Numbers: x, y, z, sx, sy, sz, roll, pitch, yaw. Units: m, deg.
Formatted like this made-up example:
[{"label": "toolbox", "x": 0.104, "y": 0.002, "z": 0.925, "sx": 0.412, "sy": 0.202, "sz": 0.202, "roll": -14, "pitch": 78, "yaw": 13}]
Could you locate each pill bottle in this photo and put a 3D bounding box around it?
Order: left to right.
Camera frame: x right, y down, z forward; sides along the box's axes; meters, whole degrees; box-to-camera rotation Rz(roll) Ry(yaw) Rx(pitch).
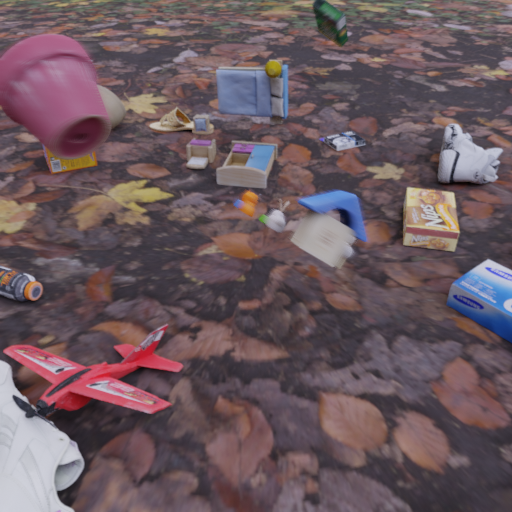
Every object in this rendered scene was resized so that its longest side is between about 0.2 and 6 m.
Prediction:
[{"label": "pill bottle", "x": -4.350, "y": 0.536, "z": 10.145, "sx": 0.947, "sy": 0.503, "sz": 0.503, "roll": 13, "pitch": 36, "yaw": 20}]

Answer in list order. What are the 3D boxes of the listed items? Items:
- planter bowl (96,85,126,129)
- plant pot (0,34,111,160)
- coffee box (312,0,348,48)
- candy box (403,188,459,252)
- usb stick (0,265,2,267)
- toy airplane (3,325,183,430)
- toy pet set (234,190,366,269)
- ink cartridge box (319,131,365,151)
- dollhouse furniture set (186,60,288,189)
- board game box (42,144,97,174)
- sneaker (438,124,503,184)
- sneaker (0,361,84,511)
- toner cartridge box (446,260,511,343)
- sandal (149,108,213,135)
[{"label": "planter bowl", "x": -4.684, "y": -4.225, "z": 16.563, "sx": 1.386, "sy": 1.386, "sz": 0.933, "roll": 16, "pitch": 63, "yaw": 22}, {"label": "plant pot", "x": -3.178, "y": -2.456, "z": 9.110, "sx": 1.643, "sy": 1.643, "sz": 1.471, "roll": -26, "pitch": 73, "yaw": -33}, {"label": "coffee box", "x": 1.505, "y": -4.686, "z": 11.277, "sx": 0.671, "sy": 0.240, "sz": 1.091, "roll": 42, "pitch": 5, "yaw": 12}, {"label": "candy box", "x": 3.756, "y": -0.826, "z": 12.140, "sx": 1.052, "sy": 0.504, "sz": 1.822, "roll": 7, "pitch": 35, "yaw": 11}, {"label": "usb stick", "x": -4.834, "y": 0.348, "z": 10.764, "sx": 0.751, "sy": 0.122, "sz": 0.208, "roll": 24, "pitch": 42, "yaw": 32}, {"label": "toy airplane", "x": -2.171, "y": 1.662, "z": 8.027, "sx": 2.787, "sy": 0.513, "sz": 2.787, "roll": 4, "pitch": 18, "yaw": -1}, {"label": "toy pet set", "x": 0.807, "y": -0.621, "z": 8.291, "sx": 1.872, "sy": 0.994, "sz": 1.748, "roll": 29, "pitch": 5, "yaw": -14}, {"label": "ink cartridge box", "x": 2.469, "y": -3.352, "z": 16.117, "sx": 0.962, "sy": 0.211, "sz": 0.971, "roll": -16, "pitch": 36, "yaw": -21}, {"label": "dollhouse furniture set", "x": -0.632, "y": -3.408, "z": 13.916, "sx": 2.629, "sy": 2.785, "sz": 1.817, "roll": 6, "pitch": 34, "yaw": 9}, {"label": "board game box", "x": -4.994, "y": -3.039, "z": 14.758, "sx": 1.204, "sy": 1.205, "sz": 1.204, "roll": -14, "pitch": 37, "yaw": -20}, {"label": "sneaker", "x": 5.480, "y": -2.577, "z": 14.395, "sx": 1.406, "sy": 0.919, "sz": 2.447, "roll": 11, "pitch": 41, "yaw": 14}, {"label": "sneaker", "x": -3.003, "y": 2.455, "z": 7.125, "sx": 1.399, "sy": 1.052, "sz": 2.809, "roll": -1, "pitch": 36, "yaw": -27}, {"label": "toner cartridge box", "x": 4.623, "y": 1.010, "z": 9.422, "sx": 1.172, "sy": 0.533, "sz": 2.467, "roll": -25, "pitch": 42, "yaw": -32}, {"label": "sandal", "x": -2.254, "y": -4.125, "z": 16.833, "sx": 2.027, "sy": 0.667, "sz": 0.743, "roll": 10, "pitch": 35, "yaw": 14}]
